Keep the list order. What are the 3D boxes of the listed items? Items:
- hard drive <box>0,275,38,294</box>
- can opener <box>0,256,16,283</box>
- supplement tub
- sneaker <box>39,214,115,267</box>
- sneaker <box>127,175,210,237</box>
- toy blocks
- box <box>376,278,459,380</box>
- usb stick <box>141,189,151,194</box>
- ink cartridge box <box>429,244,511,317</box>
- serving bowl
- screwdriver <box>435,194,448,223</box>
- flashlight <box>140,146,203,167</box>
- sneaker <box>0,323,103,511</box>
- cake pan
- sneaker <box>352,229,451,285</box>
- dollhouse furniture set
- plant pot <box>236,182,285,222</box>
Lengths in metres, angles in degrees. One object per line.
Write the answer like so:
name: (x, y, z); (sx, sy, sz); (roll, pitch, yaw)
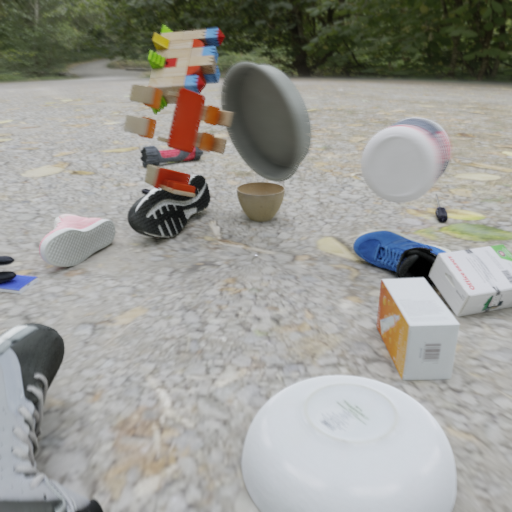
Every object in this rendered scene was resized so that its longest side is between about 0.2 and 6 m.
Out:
hard drive: (-4.398, 0.479, 9.925); (0.838, 0.106, 0.553); (5, 23, 12)
can opener: (-5.188, 0.307, 9.491); (2.075, 0.658, 0.816); (-12, 24, -14)
supplement tub: (2.707, -1.750, 9.926); (1.286, 1.286, 1.833); (11, 24, 24)
sneaker: (-3.775, -0.332, 11.064); (1.037, 0.746, 1.983); (10, 20, 20)
sneaker: (-2.117, -1.061, 12.754); (1.164, 1.073, 2.910); (-8, 15, 24)
toy blocks: (-1.467, -4.184, 12.369); (1.482, 1.084, 2.169); (0, 64, 12)
box: (2.189, 0.974, 7.764); (0.668, 0.853, 1.371); (-1, 23, -2)
usb stick: (-2.795, -1.685, 15.089); (0.774, 0.126, 0.215); (19, 23, 38)
ink cartridge box: (3.679, 0.387, 9.179); (1.335, 0.563, 0.975); (-7, 46, -16)
serving bowl: (0.943, 1.886, 5.767); (2.209, 0.726, 2.209); (-1, 23, 0)
screwdriver: (4.510, -1.192, 13.815); (0.272, 0.283, 1.948); (5, 20, 11)
flashlight: (-2.761, -3.400, 18.339); (2.055, 0.698, 0.696); (-11, 69, -35)
sneaker: (-2.141, 1.963, 5.268); (1.865, 1.212, 3.230); (9, 34, 9)
cake pan: (0.211, -2.705, 11.274); (0.450, 2.452, 2.452); (-30, 35, -28)
sneaker: (2.586, 0.030, 10.185); (1.902, 0.730, 1.058); (17, 19, 22)
dollhouse furniture set: (-1.368, -2.083, 10.242); (1.861, 1.841, 0.959); (5, 13, -45)
plant pot: (0.110, -1.231, 13.175); (1.128, 0.757, 1.128); (-1, 23, 0)
